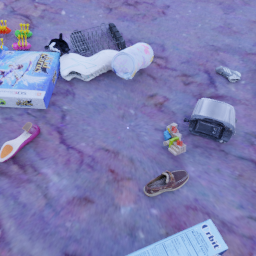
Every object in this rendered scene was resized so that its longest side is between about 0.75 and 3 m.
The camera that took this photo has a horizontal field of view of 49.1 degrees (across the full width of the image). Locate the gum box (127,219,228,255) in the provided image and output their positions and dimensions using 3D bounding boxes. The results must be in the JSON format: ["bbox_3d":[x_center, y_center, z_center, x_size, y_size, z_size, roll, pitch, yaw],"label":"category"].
[{"bbox_3d":[0.336,3.126,5.693,2.931,2.490,0.653,-18,52,-13],"label":"gum box"}]

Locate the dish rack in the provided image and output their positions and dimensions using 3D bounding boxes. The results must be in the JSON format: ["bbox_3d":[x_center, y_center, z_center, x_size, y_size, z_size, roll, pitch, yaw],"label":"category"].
[{"bbox_3d":[-1.367,-3.881,12.480,2.321,0.633,1.780,-18,52,-11],"label":"dish rack"}]

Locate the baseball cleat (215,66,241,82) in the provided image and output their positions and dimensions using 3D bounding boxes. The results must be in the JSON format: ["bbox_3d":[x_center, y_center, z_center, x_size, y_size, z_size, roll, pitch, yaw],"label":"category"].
[{"bbox_3d":[3.996,-2.153,11.242,1.036,0.361,0.552,16,53,13],"label":"baseball cleat"}]

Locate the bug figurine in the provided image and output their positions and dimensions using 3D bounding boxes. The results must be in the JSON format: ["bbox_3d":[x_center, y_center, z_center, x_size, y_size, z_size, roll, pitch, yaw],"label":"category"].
[{"bbox_3d":[-5.276,-3.973,12.524,1.878,0.623,2.422,-4,47,-11],"label":"bug figurine"}]

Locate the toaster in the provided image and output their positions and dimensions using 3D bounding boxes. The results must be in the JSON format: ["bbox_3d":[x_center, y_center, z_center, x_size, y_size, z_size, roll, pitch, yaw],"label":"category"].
[{"bbox_3d":[2.777,-0.300,9.407,1.711,0.972,1.105,17,50,13],"label":"toaster"}]

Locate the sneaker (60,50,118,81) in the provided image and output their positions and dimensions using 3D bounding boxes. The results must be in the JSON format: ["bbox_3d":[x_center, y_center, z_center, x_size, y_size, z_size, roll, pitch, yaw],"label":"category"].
[{"bbox_3d":[-1.377,-2.389,11.171,2.709,0.953,1.086,-6,60,3],"label":"sneaker"}]

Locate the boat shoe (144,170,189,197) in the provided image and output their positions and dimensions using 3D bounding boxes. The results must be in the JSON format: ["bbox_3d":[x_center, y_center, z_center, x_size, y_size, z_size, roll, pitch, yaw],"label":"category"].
[{"bbox_3d":[1.152,1.536,8.212,1.470,0.529,0.530,-17,54,-13],"label":"boat shoe"}]

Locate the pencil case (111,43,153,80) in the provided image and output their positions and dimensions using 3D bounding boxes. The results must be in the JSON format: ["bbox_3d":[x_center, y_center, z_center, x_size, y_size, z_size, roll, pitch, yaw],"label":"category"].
[{"bbox_3d":[0.243,-2.574,10.572,1.022,0.936,2.252,56,32,-10],"label":"pencil case"}]

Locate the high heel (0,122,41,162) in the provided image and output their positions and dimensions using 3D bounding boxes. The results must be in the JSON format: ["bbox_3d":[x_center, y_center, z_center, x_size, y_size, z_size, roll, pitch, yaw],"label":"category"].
[{"bbox_3d":[-3.528,0.525,9.212,0.534,0.760,1.585,29,78,18],"label":"high heel"}]

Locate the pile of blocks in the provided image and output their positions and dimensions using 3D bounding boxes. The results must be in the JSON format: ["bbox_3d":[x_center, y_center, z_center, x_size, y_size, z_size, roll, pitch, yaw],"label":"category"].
[{"bbox_3d":[1.424,0.252,9.002,0.603,0.457,1.469,-4,33,-6],"label":"pile of blocks"}]

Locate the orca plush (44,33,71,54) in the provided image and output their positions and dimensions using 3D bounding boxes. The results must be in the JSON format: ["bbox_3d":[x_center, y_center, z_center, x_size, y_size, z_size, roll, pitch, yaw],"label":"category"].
[{"bbox_3d":[-2.916,-3.565,11.589,1.089,0.736,2.070,2,19,-13],"label":"orca plush"}]

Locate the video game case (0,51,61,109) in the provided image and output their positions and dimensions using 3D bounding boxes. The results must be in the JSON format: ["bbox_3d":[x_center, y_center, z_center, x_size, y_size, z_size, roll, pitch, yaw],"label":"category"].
[{"bbox_3d":[-4.092,-1.968,10.932,2.466,0.618,2.721,4,52,2],"label":"video game case"}]
